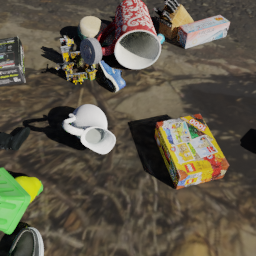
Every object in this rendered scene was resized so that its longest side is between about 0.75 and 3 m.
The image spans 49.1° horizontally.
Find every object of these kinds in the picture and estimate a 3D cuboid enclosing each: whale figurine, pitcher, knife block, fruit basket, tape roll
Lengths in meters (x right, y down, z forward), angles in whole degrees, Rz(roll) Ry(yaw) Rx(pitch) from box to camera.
[{"bbox_3d":[-1.467,-4.438,13.547,2.061,1.069,1.640,31,51,-5],"label":"whale figurine"},{"bbox_3d":[-1.439,-0.121,9.272,1.721,1.216,2.006,26,15,-29],"label":"pitcher"},{"bbox_3d":[2.270,-5.651,13.548,0.834,2.289,2.608,38,60,25],"label":"knife block"},{"bbox_3d":[-3.395,1.968,8.047,1.921,1.921,1.385,30,88,22],"label":"fruit basket"},{"bbox_3d":[-1.496,-3.082,11.279,0.346,1.049,1.049,-25,53,-37],"label":"tape roll"}]

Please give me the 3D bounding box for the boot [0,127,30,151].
[{"bbox_3d":[-4.103,0.319,9.910,0.886,0.400,1.081,12,52,14],"label":"boot"}]

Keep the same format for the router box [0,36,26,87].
[{"bbox_3d":[-6.009,-2.735,12.032,2.972,0.923,2.227,-12,52,-9],"label":"router box"}]

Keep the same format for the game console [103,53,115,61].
[{"bbox_3d":[-0.488,-3.292,13.006,1.255,0.151,0.740,19,53,17],"label":"game console"}]

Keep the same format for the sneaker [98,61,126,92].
[{"bbox_3d":[-0.694,-2.236,11.886,0.778,0.685,1.745,-24,63,-27],"label":"sneaker"}]

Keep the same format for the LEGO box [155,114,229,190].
[{"bbox_3d":[2.006,0.721,9.254,1.635,0.847,2.196,-12,52,-10],"label":"LEGO box"}]

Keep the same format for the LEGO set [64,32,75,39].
[{"bbox_3d":[-2.922,-4.321,13.838,0.605,0.264,0.931,-1,64,2],"label":"LEGO set"}]

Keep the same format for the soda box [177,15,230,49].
[{"bbox_3d":[3.672,-4.719,13.705,2.500,0.855,0.795,-20,53,-16],"label":"soda box"}]

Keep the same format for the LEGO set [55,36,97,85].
[{"bbox_3d":[-2.170,-3.083,12.061,1.677,1.264,2.182,-2,53,-2],"label":"LEGO set"}]

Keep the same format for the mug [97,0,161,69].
[{"bbox_3d":[-0.007,-4.366,12.411,2.601,1.955,2.931,7,50,-15],"label":"mug"}]

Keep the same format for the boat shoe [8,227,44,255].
[{"bbox_3d":[-2.723,3.688,6.896,0.896,0.739,2.612,1,51,1],"label":"boat shoe"}]

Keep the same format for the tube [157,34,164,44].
[{"bbox_3d":[1.114,-3.849,13.321,0.664,0.432,1.714,25,59,29],"label":"tube"}]
